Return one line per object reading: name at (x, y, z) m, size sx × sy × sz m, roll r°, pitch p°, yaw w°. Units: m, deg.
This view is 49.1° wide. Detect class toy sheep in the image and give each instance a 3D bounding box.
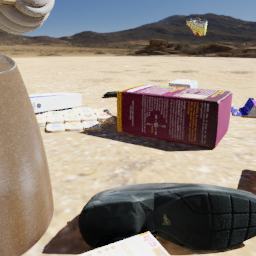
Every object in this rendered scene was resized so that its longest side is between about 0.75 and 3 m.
toy sheep at (-2.788, -3.259, 7.000) m, size 2.656 × 1.831 × 1.831 m, roll -3°, pitch 12°, yaw 41°

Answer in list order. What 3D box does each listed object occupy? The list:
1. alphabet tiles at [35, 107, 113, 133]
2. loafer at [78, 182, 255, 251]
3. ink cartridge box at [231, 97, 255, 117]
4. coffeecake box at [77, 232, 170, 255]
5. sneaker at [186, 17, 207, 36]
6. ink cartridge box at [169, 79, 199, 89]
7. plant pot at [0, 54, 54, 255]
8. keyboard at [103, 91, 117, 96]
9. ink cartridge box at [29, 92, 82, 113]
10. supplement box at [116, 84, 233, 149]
alphabet tiles at (-1.970, -0.386, 9.772) m, size 2.781 × 0.203 × 2.720 m, roll -5°, pitch 18°, yaw -13°
loafer at (0.623, 1.101, 3.971) m, size 2.525 × 0.919 × 0.913 m, roll 2°, pitch 13°, yaw 1°
ink cartridge box at (5.470, -0.744, 10.469) m, size 2.988 × 0.554 × 1.415 m, roll 2°, pitch 18°, yaw 15°
coffeecake box at (-0.003, 1.635, 3.081) m, size 0.986 × 0.360 × 0.757 m, roll -9°, pitch 19°, yaw -25°
sneaker at (2.307, -3.408, 9.489) m, size 0.464 × 0.536 × 1.187 m, roll -15°, pitch 30°, yaw -1°
ink cartridge box at (2.851, -2.051, 14.274) m, size 1.144 × 0.664 × 1.581 m, roll 9°, pitch 20°, yaw 27°
plant pot at (-2.012, 0.232, 3.639) m, size 2.132 × 2.281 × 2.132 m, roll 8°, pitch 26°, yaw -4°
keyboard at (-0.244, -1.640, 13.805) m, size 1.854 × 0.367 × 0.965 m, roll -9°, pitch -3°, yaw -24°
ink cartridge box at (-3.349, -0.967, 10.549) m, size 1.491 × 0.588 × 2.998 m, roll 10°, pitch 14°, yaw 40°
supplement box at (1.336, -0.475, 8.242) m, size 2.972 × 1.273 × 1.640 m, roll 10°, pitch 20°, yaw 29°
